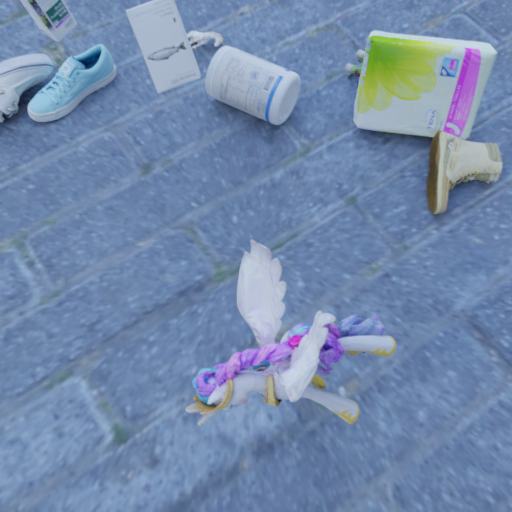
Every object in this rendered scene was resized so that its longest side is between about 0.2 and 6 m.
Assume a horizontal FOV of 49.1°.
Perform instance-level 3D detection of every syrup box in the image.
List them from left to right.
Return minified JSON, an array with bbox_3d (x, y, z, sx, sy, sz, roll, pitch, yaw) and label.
[{"bbox_3d":[-3.267,-3.893,8.515,0.474,1.165,0.459,37,78,24],"label":"syrup box"}]

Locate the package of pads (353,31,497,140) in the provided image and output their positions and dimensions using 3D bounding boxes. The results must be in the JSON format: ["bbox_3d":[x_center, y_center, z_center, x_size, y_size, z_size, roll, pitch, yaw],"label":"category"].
[{"bbox_3d":[3.160,-3.242,10.840,2.341,1.808,0.798,8,36,3],"label":"package of pads"}]

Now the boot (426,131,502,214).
[{"bbox_3d":[3.945,-1.493,10.600,1.314,0.615,1.691,11,69,-2],"label":"boot"}]

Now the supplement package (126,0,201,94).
[{"bbox_3d":[-1.431,-3.317,8.836,0.747,1.278,0.750,-20,20,1],"label":"supplement package"}]

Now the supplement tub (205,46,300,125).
[{"bbox_3d":[-0.053,-3.438,11.316,1.667,1.100,1.100,27,66,14],"label":"supplement tub"}]

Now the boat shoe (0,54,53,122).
[{"bbox_3d":[-5.296,-3.193,11.404,2.702,0.958,0.943,-31,94,-19],"label":"boat shoe"}]

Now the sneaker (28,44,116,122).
[{"bbox_3d":[-3.889,-3.662,11.556,0.794,0.880,2.149,37,68,19],"label":"sneaker"}]

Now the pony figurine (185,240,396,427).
[{"bbox_3d":[0.447,1.117,6.367,2.197,2.120,1.829,6,30,-28],"label":"pony figurine"}]

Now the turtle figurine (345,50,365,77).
[{"bbox_3d":[2.535,-3.819,11.803,1.201,0.864,1.164,-7,34,-37],"label":"turtle figurine"}]

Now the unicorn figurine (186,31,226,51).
[{"bbox_3d":[-1.227,-4.780,12.401,1.064,0.393,0.731,31,56,21],"label":"unicorn figurine"}]
